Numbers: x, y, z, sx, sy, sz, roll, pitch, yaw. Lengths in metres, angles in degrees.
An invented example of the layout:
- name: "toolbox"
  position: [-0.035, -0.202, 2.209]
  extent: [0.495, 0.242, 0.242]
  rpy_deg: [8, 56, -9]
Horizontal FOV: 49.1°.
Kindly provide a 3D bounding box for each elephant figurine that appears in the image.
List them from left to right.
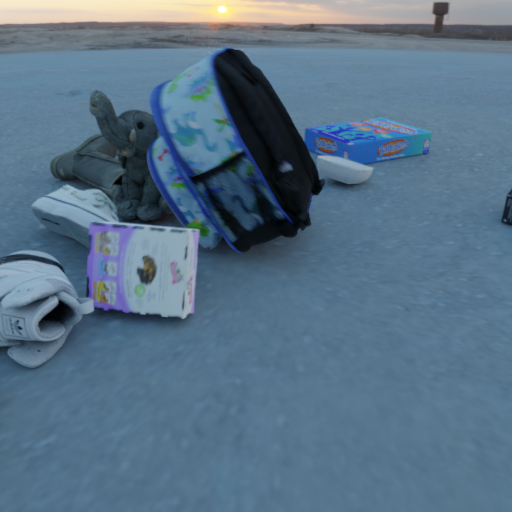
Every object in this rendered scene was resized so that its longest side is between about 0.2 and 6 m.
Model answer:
- name: "elephant figurine"
  position: [-2.356, -2.301, 12.074]
  extent: [1.973, 2.789, 2.164]
  rpy_deg: [-10, 23, -11]

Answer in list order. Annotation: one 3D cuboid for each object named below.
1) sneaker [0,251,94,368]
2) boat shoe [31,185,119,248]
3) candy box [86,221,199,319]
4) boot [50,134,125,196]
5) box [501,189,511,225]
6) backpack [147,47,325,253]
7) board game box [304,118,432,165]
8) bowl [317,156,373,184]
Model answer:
- name: "sneaker"
  position: [-3.836, 0.814, 7.582]
  extent: [3.145, 1.182, 1.807]
  rpy_deg: [-18, 28, -39]
- name: "boat shoe"
  position: [-3.243, -0.846, 10.775]
  extent: [3.124, 1.149, 1.043]
  rpy_deg: [22, 62, 38]
- name: "candy box"
  position: [-1.744, 0.196, 8.621]
  extent: [1.599, 1.342, 0.572]
  rpy_deg: [6, 4, 11]
- name: "boot"
  position: [-3.715, -2.381, 14.502]
  extent: [2.646, 0.960, 2.406]
  rpy_deg: [11, 41, 36]
- name: "box"
  position: [6.003, -1.045, 12.026]
  extent: [1.105, 0.686, 1.114]
  rpy_deg: [16, 30, 30]
- name: "backpack"
  position: [-0.575, -1.978, 10.748]
  extent: [2.501, 3.403, 3.114]
  rpy_deg: [-23, 16, 21]
- name: "board game box"
  position: [3.396, -3.546, 17.198]
  extent: [3.091, 0.695, 2.351]
  rpy_deg: [-14, 29, -26]
- name: "bowl"
  position: [2.247, -2.188, 14.396]
  extent: [1.252, 0.468, 1.254]
  rpy_deg: [23, 19, 29]
